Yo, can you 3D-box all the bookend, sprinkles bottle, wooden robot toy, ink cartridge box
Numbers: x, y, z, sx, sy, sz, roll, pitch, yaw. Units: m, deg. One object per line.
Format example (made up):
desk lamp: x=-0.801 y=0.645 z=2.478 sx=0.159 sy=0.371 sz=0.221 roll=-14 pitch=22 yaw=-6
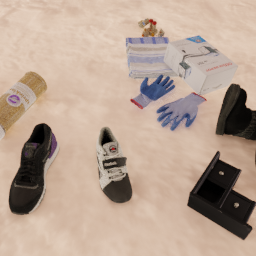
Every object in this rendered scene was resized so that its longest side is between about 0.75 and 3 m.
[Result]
bookend: x=2.808 y=1.796 z=7.720 sx=1.708 sy=0.787 sz=1.697 roll=29 pitch=59 yaw=25
sprinkles bottle: x=-4.104 y=-0.798 z=9.945 sx=1.013 sy=1.013 sz=2.969 roll=18 pitch=51 yaw=15
wooden robot toy: x=0.946 y=-4.816 z=13.712 sx=0.822 sy=0.799 sz=1.813 roll=-35 pitch=56 yaw=-14
ink cartridge box: x=2.865 y=-2.578 z=11.254 sx=1.733 sy=1.016 sz=2.367 roll=-21 pitch=54 yaw=-26

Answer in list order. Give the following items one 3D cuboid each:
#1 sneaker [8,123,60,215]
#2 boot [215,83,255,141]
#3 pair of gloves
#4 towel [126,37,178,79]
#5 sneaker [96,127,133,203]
sneaker: x=-2.881 y=1.059 z=8.174 sx=1.057 sy=1.223 sz=2.792 roll=4 pitch=49 yaw=4
boot: x=3.851 y=-0.379 z=8.635 sx=1.931 sy=2.583 sz=0.972 roll=12 pitch=69 yaw=15
pair of gloves: x=1.465 y=-1.064 z=10.669 sx=2.792 sy=0.318 sz=2.245 roll=35 pitch=56 yaw=26
towel: x=1.018 y=-3.233 z=12.533 sx=2.193 sy=0.355 sz=2.986 roll=-2 pitch=49 yaw=-3
sneaker: x=-0.511 y=1.014 z=8.337 sx=0.913 sy=1.091 sz=2.465 roll=-13 pitch=51 yaw=-13
